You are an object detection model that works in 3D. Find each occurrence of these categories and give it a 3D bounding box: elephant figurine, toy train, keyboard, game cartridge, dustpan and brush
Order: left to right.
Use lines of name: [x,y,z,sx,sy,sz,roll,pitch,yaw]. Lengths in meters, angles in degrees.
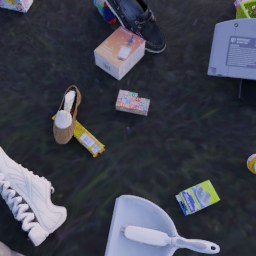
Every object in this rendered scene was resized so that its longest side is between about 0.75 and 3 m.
elephant figurine: [-3.442,3.960,6.047,2.686,1.901,2.084,-44,44,-1]
toy train: [-0.239,-4.739,10.362,1.952,0.826,1.130,-29,56,-12]
dustpan and brush: [0.840,2.764,6.981,2.681,0.767,1.871,10,66,4]
game cartridge: [3.940,-2.384,8.600,2.705,0.548,1.804,7,105,2]
keyboard: [4.771,-1.238,9.033,2.374,0.304,1.425,11,73,4]

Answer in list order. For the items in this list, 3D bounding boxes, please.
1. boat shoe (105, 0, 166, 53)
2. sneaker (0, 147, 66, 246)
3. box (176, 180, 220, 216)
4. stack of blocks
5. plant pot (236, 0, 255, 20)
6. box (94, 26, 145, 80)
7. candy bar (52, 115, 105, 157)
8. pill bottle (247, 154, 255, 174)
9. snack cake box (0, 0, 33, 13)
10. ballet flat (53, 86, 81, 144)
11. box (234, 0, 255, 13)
boat shoe: [0.329,-3.752,9.310,1.052,0.934,2.816,-39,96,-12]
sneaker: [-2.754,1.597,7.459,1.185,1.099,2.924,-31,71,-28]
box: [1.899,1.904,7.659,1.009,0.240,0.615,-21,67,-10]
stack of blocks: [0.165,-0.797,8.819,1.002,0.294,0.577,12,67,5]
plant pot: [4.406,-3.480,9.522,1.300,1.186,1.307,-13,67,-6]
box: [-0.262,-2.502,9.330,1.060,0.740,1.392,36,71,15]
candy bar: [-1.501,0.119,8.456,1.971,0.218,0.491,41,72,16]
pill bottle: [3.590,0.992,7.580,0.574,1.034,0.574,0,88,8]
snack cake box: [-4.699,-5.075,10.239,2.029,1.167,0.682,15,67,7]
ballet flat: [-1.807,-0.491,8.324,0.656,0.699,1.933,11,58,1]
box: [4.350,-4.442,10.315,0.476,0.516,1.005,-5,66,-2]
